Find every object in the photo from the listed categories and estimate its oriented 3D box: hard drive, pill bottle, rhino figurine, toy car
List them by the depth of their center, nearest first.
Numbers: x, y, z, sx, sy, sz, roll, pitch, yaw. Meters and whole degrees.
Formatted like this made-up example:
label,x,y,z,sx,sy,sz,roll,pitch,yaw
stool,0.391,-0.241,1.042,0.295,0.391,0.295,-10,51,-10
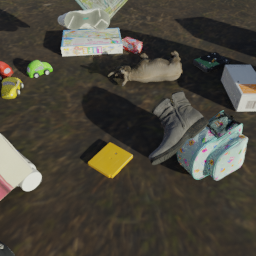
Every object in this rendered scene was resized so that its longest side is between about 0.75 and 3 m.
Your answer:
label,x,y,z,sx,sy,sz,roll,pitch,yaw
pill bottle,-2.614,1.006,6.726,1.089,0.619,0.619,31,51,29
rhino figurine,0.633,-2.072,9.994,2.748,0.822,1.202,-8,43,-6
toy car,-3.828,-2.052,10.182,2.145,0.508,2.279,-25,48,-24
hard drive,3.269,-2.577,10.975,1.207,0.228,0.843,-21,46,-22

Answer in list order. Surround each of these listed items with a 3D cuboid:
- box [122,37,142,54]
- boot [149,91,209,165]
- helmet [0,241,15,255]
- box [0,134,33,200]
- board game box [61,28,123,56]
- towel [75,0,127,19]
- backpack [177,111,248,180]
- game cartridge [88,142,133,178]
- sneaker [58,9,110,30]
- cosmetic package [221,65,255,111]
label,x,y,z,sx,sy,sz,roll,pitch,yaw
box,0.169,-3.498,11.851,0.833,0.415,0.397,28,49,28
boot,0.654,-0.013,4.692,1.241,0.433,0.817,-37,74,-15
helmet,-2.512,2.561,4.040,1.936,1.936,1.846,26,24,25
box,-3.775,1.027,5.548,1.838,1.566,2.874,31,65,30
board game box,-1.561,-3.746,12.111,2.509,0.429,1.687,-4,42,-5
towel,-1.089,-4.788,9.025,2.446,2.094,0.589,47,53,-16
backpack,1.995,0.543,6.695,1.547,1.360,1.186,-22,46,-10
game cartridge,-0.453,0.833,7.294,0.797,0.147,0.904,27,51,27
sneaker,-1.361,-3.425,8.777,1.795,0.631,0.719,-17,30,-39
cosmetic package,3.857,-1.369,9.317,0.946,0.664,1.864,-1,41,-1
